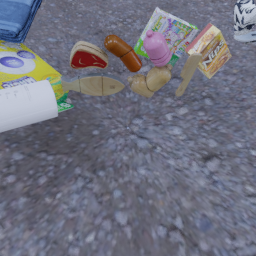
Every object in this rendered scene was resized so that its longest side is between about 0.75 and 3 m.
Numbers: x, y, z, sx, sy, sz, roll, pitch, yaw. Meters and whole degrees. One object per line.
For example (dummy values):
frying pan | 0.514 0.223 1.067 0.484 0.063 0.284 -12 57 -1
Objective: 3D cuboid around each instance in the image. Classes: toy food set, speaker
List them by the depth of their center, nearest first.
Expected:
speaker | -1.689 -0.239 3.784 1.404 0.570 0.570 -19 51 -24
toy food set | 0.005 -1.388 6.061 2.837 1.803 0.447 4 55 -11

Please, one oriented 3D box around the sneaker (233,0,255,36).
sneaker | 2.409 -2.387 5.611 0.430 1.078 0.701 -11 85 4

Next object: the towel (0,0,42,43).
towel | -2.712 -3.125 6.836 1.205 0.524 2.158 15 77 11

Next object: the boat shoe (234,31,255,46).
boat shoe | 3.167 -2.384 7.433 0.898 0.307 0.332 -14 71 -18

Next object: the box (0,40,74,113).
box | -2.681 -1.217 6.625 2.830 0.685 1.661 40 39 20

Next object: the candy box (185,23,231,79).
candy box | 2.123 -1.947 7.301 0.860 1.490 0.412 -47 61 13

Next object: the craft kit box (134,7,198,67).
craft kit box | 1.073 -2.545 8.054 1.344 1.361 0.330 16 41 -20
